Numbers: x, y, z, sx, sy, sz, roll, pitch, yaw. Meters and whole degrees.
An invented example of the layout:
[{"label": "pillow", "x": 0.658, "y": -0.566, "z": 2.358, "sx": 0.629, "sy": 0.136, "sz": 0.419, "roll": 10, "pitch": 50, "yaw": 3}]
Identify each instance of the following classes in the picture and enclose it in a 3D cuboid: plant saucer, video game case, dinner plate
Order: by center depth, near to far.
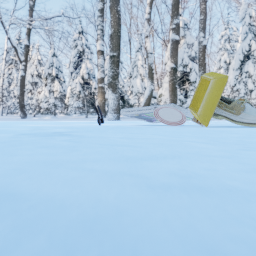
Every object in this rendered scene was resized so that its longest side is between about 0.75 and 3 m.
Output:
[{"label": "plant saucer", "x": 2.581, "y": -1.070, "z": 9.437, "sx": 0.422, "sy": 1.742, "sz": 1.742, "roll": 19, "pitch": 14, "yaw": -6}, {"label": "dinner plate", "x": 1.511, "y": -0.453, "z": 10.080, "sx": 1.222, "sy": 0.148, "sz": 1.222, "roll": 16, "pitch": -27, "yaw": 9}, {"label": "video game case", "x": 1.476, "y": -0.561, "z": 12.308, "sx": 2.500, "sy": 0.321, "sz": 2.749, "roll": -4, "pitch": -10, "yaw": 36}]

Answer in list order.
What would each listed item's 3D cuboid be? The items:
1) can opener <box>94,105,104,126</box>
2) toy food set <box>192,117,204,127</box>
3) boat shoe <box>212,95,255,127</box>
[{"label": "can opener", "x": -1.116, "y": -0.522, "z": 11.014, "sx": 0.271, "sy": 0.856, "sz": 0.336, "roll": -8, "pitch": 25, "yaw": 4}, {"label": "toy food set", "x": 2.655, "y": -0.436, "z": 10.219, "sx": 0.264, "sy": 0.626, "sz": 0.873, "roll": 25, "pitch": 8, "yaw": -12}, {"label": "boat shoe", "x": 3.815, "y": -0.620, "z": 9.635, "sx": 0.894, "sy": 0.818, "sz": 2.392, "roll": -17, "pitch": 23, "yaw": -39}]
